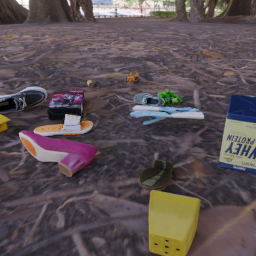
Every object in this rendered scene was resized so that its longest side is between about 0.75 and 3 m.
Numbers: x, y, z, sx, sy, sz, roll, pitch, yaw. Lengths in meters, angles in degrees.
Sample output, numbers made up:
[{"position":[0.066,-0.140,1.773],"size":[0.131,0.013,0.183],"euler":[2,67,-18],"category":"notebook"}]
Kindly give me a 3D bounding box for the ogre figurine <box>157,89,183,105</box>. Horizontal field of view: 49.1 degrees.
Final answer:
[{"position":[1.890,-1.430,13.231],"size":[1.259,0.618,0.755],"euler":[-22,49,-11],"category":"ogre figurine"}]

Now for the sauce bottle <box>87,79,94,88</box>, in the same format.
[{"position":[-2.133,-2.530,15.697],"size":[0.319,0.319,0.966],"euler":[-8,28,-15],"category":"sauce bottle"}]

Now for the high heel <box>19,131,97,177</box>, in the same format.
[{"position":[-2.241,0.512,8.834],"size":[2.549,0.859,1.223],"euler":[22,44,29],"category":"high heel"}]

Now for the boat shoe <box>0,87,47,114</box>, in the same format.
[{"position":[-4.793,-1.154,12.292],"size":[2.532,0.908,0.858],"euler":[-13,29,-19],"category":"boat shoe"}]

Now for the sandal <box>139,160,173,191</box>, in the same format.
[{"position":[0.805,1.369,7.746],"size":[0.770,0.514,1.884],"euler":[14,15,13],"category":"sandal"}]

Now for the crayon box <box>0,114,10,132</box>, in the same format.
[{"position":[-5.685,-0.154,10.599],"size":[2.322,0.590,1.474],"euler":[19,32,35],"category":"crayon box"}]

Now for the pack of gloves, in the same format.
[{"position":[1.555,-0.478,11.566],"size":[2.865,0.565,2.407],"euler":[3,11,9],"category":"pack of gloves"}]

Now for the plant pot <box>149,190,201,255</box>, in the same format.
[{"position":[0.892,2.063,5.808],"size":[1.041,1.041,0.918],"euler":[7,39,15],"category":"plant pot"}]

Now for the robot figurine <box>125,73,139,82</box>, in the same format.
[{"position":[0.255,-2.980,16.569],"size":[0.824,0.331,1.136],"euler":[4,27,13],"category":"robot figurine"}]

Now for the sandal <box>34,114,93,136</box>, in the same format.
[{"position":[-2.422,-0.146,10.537],"size":[2.211,0.634,0.847],"euler":[-6,27,-13],"category":"sandal"}]

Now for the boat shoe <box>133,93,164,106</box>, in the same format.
[{"position":[0.881,-1.289,12.776],"size":[1.535,0.559,0.474],"euler":[13,10,27],"category":"boat shoe"}]

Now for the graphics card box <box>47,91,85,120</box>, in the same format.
[{"position":[-2.705,-1.068,12.474],"size":[1.404,0.569,2.238],"euler":[-1,27,-4],"category":"graphics card box"}]

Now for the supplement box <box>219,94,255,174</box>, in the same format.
[{"position":[3.618,0.129,8.683],"size":[1.200,1.785,1.787],"euler":[10,28,19],"category":"supplement box"}]
